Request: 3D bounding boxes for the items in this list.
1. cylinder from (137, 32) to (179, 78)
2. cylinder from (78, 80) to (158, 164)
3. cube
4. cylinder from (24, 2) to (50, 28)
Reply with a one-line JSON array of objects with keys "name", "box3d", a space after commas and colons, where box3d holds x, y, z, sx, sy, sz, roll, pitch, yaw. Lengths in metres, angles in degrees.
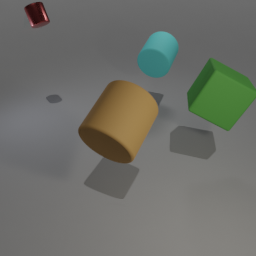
[{"name": "cylinder", "box3d": [1.269, -3.073, 11.750, 1.400, 1.400, 1.400, 12, 50, 19]}, {"name": "cylinder", "box3d": [-0.203, -0.132, 6.459, 1.400, 1.400, 1.400, 16, 61, 25]}, {"name": "cube", "box3d": [2.757, -1.037, 8.453, 1.400, 1.400, 1.400, 27, 29, -5]}, {"name": "cylinder", "box3d": [-3.271, -4.060, 10.093, 0.700, 0.700, 0.700, -19, 13, 4]}]
